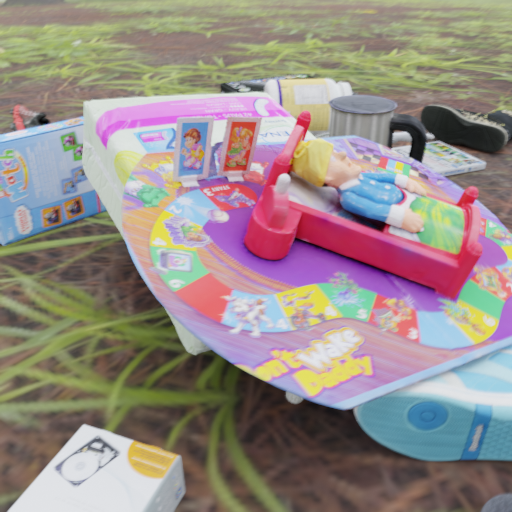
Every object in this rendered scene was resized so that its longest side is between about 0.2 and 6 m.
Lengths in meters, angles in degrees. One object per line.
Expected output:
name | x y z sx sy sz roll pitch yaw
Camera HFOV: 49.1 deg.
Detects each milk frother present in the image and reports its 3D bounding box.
milk frother | 1.999 -1.948 9.964 1.701 1.773 1.884 -1 30 -4

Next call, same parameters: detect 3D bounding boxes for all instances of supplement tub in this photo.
supplement tub | 1.149 -3.336 12.778 1.850 1.345 1.345 -3 30 -6

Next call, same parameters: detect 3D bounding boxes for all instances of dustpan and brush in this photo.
dustpan and brush | 2.367 -2.234 10.974 2.182 0.624 1.523 19 11 35

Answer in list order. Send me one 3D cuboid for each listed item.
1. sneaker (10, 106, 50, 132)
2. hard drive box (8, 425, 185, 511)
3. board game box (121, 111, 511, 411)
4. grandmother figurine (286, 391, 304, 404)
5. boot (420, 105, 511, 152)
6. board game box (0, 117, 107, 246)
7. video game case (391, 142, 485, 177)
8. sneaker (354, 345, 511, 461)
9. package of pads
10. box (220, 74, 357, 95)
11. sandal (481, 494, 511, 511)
sneaker | -5.247 -3.070 13.041 0.848 0.613 1.736 -12 35 -19
hard drive box | -1.293 2.055 4.371 0.991 0.489 1.272 10 32 18
board game box | 1.076 -0.563 5.852 4.742 0.923 3.747 -11 47 -30
grandmother figurine | 0.613 1.304 5.950 0.775 0.235 0.470 -30 16 -37
boot | 4.996 -3.032 12.879 2.064 0.745 1.559 31 40 33
board game box | -3.222 -1.260 8.941 2.131 1.612 0.390 -26 40 -38
video game case | 3.722 -2.021 11.689 1.372 0.166 1.506 -12 31 -19
sneaker | 1.938 1.220 5.492 2.144 0.853 1.400 8 32 -5
package of pads | -0.220 -0.728 7.382 3.018 1.332 3.907 -11 47 -31
box | 0.793 -4.187 14.913 2.784 0.661 2.688 -13 30 -20
sandal | 2.775 2.415 3.877 2.368 0.507 0.900 14 25 41
